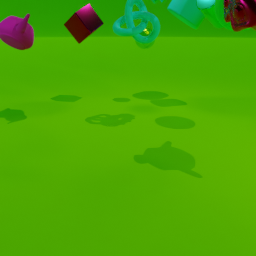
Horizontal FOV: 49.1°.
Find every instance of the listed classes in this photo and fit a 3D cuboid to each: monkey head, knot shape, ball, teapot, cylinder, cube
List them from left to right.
[{"bbox_3d":[-3.290,-2.917,8.394,1.076,0.847,1.731,27,-16,-31],"label":"teapot"},{"bbox_3d":[-1.639,-3.862,10.406,0.889,0.889,0.889,-18,27,48],"label":"cube"},{"bbox_3d":[0.152,-2.826,7.571,1.177,1.258,0.581,-27,1,-10],"label":"knot shape"},{"bbox_3d":[0.638,-3.348,10.466,0.765,0.765,0.765,0,20,0],"label":"ball"},{"bbox_3d":[2.420,-4.676,10.455,1.382,1.382,1.382,31,19,-12],"label":"cylinder"},{"bbox_3d":[3.006,-4.084,9.312,1.071,1.071,1.071,26,0,-39],"label":"cylinder"},{"bbox_3d":[2.827,-3.087,6.997,1.272,1.272,1.272,0,20,0],"label":"ball"},{"bbox_3d":[2.182,-2.221,4.422,1.169,1.396,1.940,-12,42,3],"label":"monkey head"}]

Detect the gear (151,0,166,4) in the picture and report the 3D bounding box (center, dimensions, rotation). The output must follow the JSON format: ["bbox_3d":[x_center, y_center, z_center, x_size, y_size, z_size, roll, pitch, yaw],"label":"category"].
[{"bbox_3d":[1.141,-3.683,6.846,1.490,0.276,1.490,-32,-2,-1],"label":"gear"}]
